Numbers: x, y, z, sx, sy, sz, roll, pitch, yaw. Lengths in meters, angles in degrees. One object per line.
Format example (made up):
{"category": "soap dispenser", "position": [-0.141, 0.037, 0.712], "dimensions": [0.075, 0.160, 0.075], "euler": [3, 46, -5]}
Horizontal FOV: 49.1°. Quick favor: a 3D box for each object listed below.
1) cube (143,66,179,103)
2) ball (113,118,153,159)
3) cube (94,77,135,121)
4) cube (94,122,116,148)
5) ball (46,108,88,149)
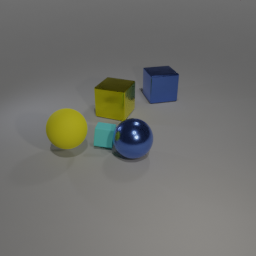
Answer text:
{"category": "cube", "position": [1.599, -2.195, 13.997], "dimensions": [1.400, 1.400, 1.400], "euler": [-7, 30, -11]}
{"category": "ball", "position": [0.174, 0.359, 9.664], "dimensions": [1.400, 1.400, 1.400], "euler": [0, 30, 0]}
{"category": "cube", "position": [-0.560, -1.319, 12.525], "dimensions": [1.400, 1.400, 1.400], "euler": [11, 32, 17]}
{"category": "cube", "position": [-0.851, 0.253, 10.375], "dimensions": [0.700, 0.700, 0.700], "euler": [8, 20, 1]}
{"category": "ball", "position": [-2.096, 0.026, 9.613], "dimensions": [1.400, 1.400, 1.400], "euler": [0, 30, 0]}
